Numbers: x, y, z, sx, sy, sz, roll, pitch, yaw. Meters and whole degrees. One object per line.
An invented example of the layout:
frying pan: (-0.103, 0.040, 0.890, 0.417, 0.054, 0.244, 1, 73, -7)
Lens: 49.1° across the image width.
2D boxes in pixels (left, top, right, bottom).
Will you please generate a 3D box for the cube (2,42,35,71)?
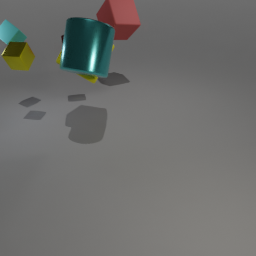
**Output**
cube: (-3.793, -2.498, 9.751, 0.700, 0.700, 0.700, 6, 60, 13)

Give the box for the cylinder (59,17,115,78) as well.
cylinder: (-1.168, -2.256, 8.051, 1.400, 1.400, 1.400, 10, 6, -1)

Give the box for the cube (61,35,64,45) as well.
cube: (-2.225, -3.443, 11.428, 0.700, 0.700, 0.700, -22, 54, 8)

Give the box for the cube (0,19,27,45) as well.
cube: (-4.408, -3.486, 10.560, 0.700, 0.700, 0.700, 38, -1, 7)

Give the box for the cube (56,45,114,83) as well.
cube: (-1.435, -2.473, 9.522, 1.400, 1.400, 1.400, 28, 6, -12)

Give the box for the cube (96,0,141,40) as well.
cube: (-0.471, -5.144, 13.277, 1.400, 1.400, 1.400, -11, -9, -32)
